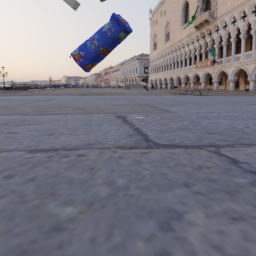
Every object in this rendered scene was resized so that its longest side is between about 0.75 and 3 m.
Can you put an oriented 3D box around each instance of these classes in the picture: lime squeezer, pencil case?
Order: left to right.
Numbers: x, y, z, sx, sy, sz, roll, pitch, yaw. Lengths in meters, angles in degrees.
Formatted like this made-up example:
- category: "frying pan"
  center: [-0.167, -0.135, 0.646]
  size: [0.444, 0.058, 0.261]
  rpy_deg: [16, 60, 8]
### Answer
- category: "pencil case"
  center: [-1.038, -3.284, 10.787]
  size: [2.577, 1.119, 1.006]
  rpy_deg: [-37, -30, 21]
- category: "lime squeezer"
  center: [2.159, -3.649, 9.448]
  size: [0.173, 0.917, 0.324]
  rpy_deg: [34, 8, 4]

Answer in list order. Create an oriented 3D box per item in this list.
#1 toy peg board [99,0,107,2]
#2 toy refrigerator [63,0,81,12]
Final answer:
- category: "toy peg board"
  center: [-0.328, -3.938, 6.700]
  size: [1.270, 1.264, 0.621]
  rpy_deg: [-17, -18, 17]
- category: "toy refrigerator"
  center: [-2.246, -4.890, 10.717]
  size: [0.929, 0.353, 0.325]
  rpy_deg: [44, 11, 20]
